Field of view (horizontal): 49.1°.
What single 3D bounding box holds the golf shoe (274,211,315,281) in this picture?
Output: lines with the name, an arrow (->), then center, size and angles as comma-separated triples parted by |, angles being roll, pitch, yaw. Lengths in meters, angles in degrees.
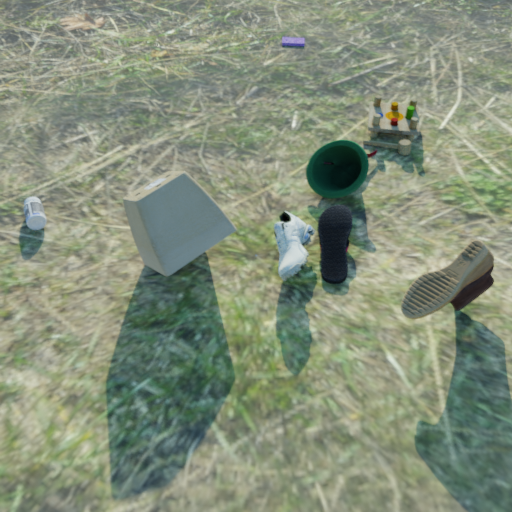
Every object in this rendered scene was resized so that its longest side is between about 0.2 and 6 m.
golf shoe -> 0.601, -0.224, 11.303 | 0.880, 0.709, 1.810 | 43, 31, -16

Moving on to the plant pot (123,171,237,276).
plant pot -> -1.683, -0.763, 11.029 | 1.662, 1.471, 1.660 | -36, 22, -18

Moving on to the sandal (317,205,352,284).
sandal -> 1.657, -0.230, 11.920 | 0.741, 0.444, 1.972 | 2, 60, 10

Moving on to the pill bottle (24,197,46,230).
pill bottle -> -4.971, -0.965, 12.562 | 0.424, 0.424, 0.744 | -17, 48, -16

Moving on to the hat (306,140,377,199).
hat -> 2.224, -1.943, 13.684 | 1.716, 1.510, 1.421 | -20, 73, 16

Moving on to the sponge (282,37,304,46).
sponge -> 1.256, -7.226, 18.890 | 0.755, 0.113, 0.421 | 4, 46, 4

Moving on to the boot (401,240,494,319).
boot -> 3.575, 0.714, 10.201 | 1.954, 1.626, 0.707 | -41, 51, -1

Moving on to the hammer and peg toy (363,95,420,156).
hammer and peg toy -> 3.616, -3.519, 14.873 | 1.410, 0.676, 1.917 | 8, 46, 8
